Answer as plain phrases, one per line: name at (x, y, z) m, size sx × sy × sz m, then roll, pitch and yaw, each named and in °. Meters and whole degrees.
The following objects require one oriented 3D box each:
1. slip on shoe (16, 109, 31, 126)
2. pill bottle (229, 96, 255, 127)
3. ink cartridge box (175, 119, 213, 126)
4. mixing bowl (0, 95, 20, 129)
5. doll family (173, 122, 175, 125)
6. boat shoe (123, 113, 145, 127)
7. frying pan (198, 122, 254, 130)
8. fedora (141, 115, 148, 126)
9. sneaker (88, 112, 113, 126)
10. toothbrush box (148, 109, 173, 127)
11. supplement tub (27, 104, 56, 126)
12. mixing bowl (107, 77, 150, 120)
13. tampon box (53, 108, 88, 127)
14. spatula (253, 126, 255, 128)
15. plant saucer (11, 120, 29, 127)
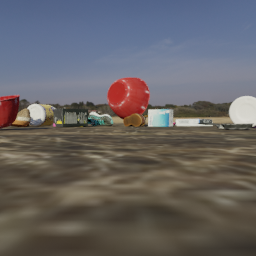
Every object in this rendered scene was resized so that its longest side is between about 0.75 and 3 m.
slip on shoe at (-5.114, -0.470, 13.596) m, size 0.752 × 0.599 × 1.978 m, roll 5°, pitch -11°, yaw -25°
pill bottle at (4.981, -0.641, 11.696) m, size 1.259 × 1.259 × 2.206 m, roll 1°, pitch 2°, yaw 25°
ink cartridge box at (3.450, -0.286, 14.951) m, size 1.833 × 0.402 × 1.850 m, roll -1°, pitch 0°, yaw 8°
mixing bowl at (-3.982, -0.440, 8.411) m, size 1.595 × 0.864 × 1.595 m, roll -7°, pitch 14°, yaw 2°
doll family at (3.012, -0.279, 17.021) m, size 0.867 × 0.390 × 0.538 m, roll -18°, pitch 9°, yaw 0°
boat shoe at (0.418, -0.408, 13.881) m, size 0.642 × 0.643 × 1.826 m, roll -9°, pitch 5°, yaw -25°
frying pan at (3.146, -0.066, 8.840) m, size 1.626 × 0.265 × 0.984 m, roll -2°, pitch 1°, yaw -7°
fedora at (0.536, -0.434, 16.036) m, size 1.531 × 0.625 × 1.531 m, roll 0°, pitch 1°, yaw 0°
sneaker at (-1.552, -0.326, 14.638) m, size 1.762 × 0.684 × 0.804 m, roll 10°, pitch 34°, yaw 38°
toothbrush box at (1.581, -0.480, 13.615) m, size 1.149 × 0.841 × 0.490 m, roll 0°, pitch 0°, yaw 32°
supplement tub at (-4.498, -0.667, 14.841) m, size 1.154 × 1.154 × 1.587 m, roll 0°, pitch 2°, yaw 18°
mixing bowl at (-0.205, -1.726, 15.186) m, size 2.491 × 2.491 × 1.349 m, roll 1°, pitch -8°, yaw 35°
tampon box at (-2.634, -0.463, 12.891) m, size 1.319 × 0.833 × 0.989 m, roll -1°, pitch 2°, yaw -38°
spatula at (5.806, -0.102, 10.992) m, size 0.584 × 0.212 × 2.066 m, roll -2°, pitch 2°, yaw -15°
plant saucer at (-5.107, -0.206, 12.828) m, size 1.066 × 0.200 × 1.066 m, roll 2°, pitch -9°, yaw 0°
